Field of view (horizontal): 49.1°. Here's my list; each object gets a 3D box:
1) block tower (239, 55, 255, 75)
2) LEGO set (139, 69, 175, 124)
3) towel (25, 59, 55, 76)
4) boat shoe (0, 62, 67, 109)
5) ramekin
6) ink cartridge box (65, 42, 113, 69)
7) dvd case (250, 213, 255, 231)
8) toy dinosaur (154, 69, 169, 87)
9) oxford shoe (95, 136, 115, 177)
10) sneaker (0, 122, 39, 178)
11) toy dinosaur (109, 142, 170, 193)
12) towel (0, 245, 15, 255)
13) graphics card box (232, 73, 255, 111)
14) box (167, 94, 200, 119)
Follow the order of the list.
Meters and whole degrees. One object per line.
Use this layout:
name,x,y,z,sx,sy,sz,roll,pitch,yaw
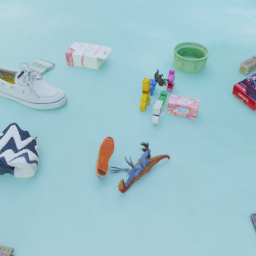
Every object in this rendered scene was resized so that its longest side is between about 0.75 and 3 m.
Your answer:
block tower,4.746,-2.442,10.528,1.398,0.404,0.377,-27,51,-27
LEGO set,0.856,-1.240,8.857,0.867,0.933,2.273,11,43,15
towel,-3.375,-2.198,10.470,0.818,0.168,1.096,23,51,24
boat shoe,-3.272,-1.498,8.992,2.790,1.189,1.031,18,47,17
ramekin,2.340,-2.638,10.526,1.328,0.649,1.328,0,45,0
ink cartridge box,-1.455,-2.752,10.722,1.605,0.542,0.935,11,46,13
dvd case,3.500,2.575,5.632,1.425,0.153,1.916,-2,45,-3
toy dinosaur,1.013,-1.551,8.933,0.440,0.860,0.331,9,73,45
oxford shoe,-0.618,0.714,7.043,0.380,0.388,1.065,22,67,-13
sneaker,-3.333,0.481,7.241,2.177,0.869,1.417,0,43,0
toy dinosaur,0.280,1.023,6.888,1.477,0.776,1.341,16,64,1
towel,-3.248,3.123,5.020,1.609,0.255,2.240,9,45,9
graphics card box,4.447,-1.351,9.163,1.683,0.428,1.056,-26,50,-9
box,1.710,-0.655,8.660,0.920,0.472,0.436,14,46,13
